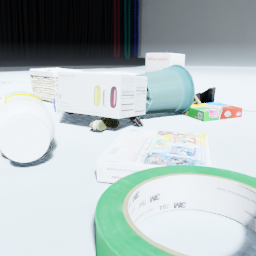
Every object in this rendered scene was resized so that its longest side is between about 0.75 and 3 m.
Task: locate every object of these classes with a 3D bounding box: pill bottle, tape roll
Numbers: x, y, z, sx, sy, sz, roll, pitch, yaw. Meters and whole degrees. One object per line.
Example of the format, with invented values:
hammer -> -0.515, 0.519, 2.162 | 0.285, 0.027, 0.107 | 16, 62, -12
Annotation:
pill bottle -> -2.361, -0.057, 6.285 | 1.289, 1.289, 2.301 | -6, 17, -21
tape roll -> 0.842, 1.149, 3.221 | 2.419, 0.581, 2.419 | 1, 15, 0

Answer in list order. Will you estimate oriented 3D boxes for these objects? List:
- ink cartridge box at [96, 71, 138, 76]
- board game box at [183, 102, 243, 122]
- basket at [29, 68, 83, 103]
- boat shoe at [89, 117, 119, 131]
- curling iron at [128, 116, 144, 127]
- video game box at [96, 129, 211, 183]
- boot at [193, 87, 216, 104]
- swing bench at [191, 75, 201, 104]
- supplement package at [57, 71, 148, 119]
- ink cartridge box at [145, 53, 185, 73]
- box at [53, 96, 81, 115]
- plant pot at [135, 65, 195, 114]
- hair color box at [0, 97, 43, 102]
ink cartridge box -> -0.623, -2.586, 15.893 | 1.899, 1.097, 2.610 | -8, 17, -26
board game box -> 3.009, -0.609, 10.109 | 1.696, 0.342, 1.298 | -7, 17, -24
basket -> -3.415, -2.060, 13.319 | 2.357, 1.454, 1.598 | 16, 22, 42
boat shoe -> -0.686, -0.161, 8.328 | 0.379, 0.414, 1.108 | 4, 9, 33
curling iron -> 0.180, -0.322, 9.135 | 0.188, 0.364, 1.469 | -42, 21, -1
video game box -> 0.623, 0.534, 5.639 | 1.944, 0.500, 2.134 | 1, 15, 14
boot -> 2.869, -1.254, 11.401 | 1.194, 0.601, 1.596 | 7, -13, 5
swing bench -> 1.860, -1.319, 10.332 | 1.234, 1.241, 0.805 | -1, -21, -37
supplement package -> -0.768, -1.058, 8.566 | 2.195, 1.217, 1.709 | 8, 10, 28
ink cartridge box -> 1.525, -2.079, 11.951 | 0.909, 2.155, 1.560 | -9, 17, -37
box -> -2.250, -0.850, 10.383 | 1.122, 0.668, 0.233 | 1, 16, 6
plant pot -> 1.054, -1.255, 9.754 | 1.765, 1.802, 1.802 | -11, 19, -33
hair color box -> -4.183, -0.564, 9.132 | 2.528, 0.767, 1.252 | 0, 15, -4
